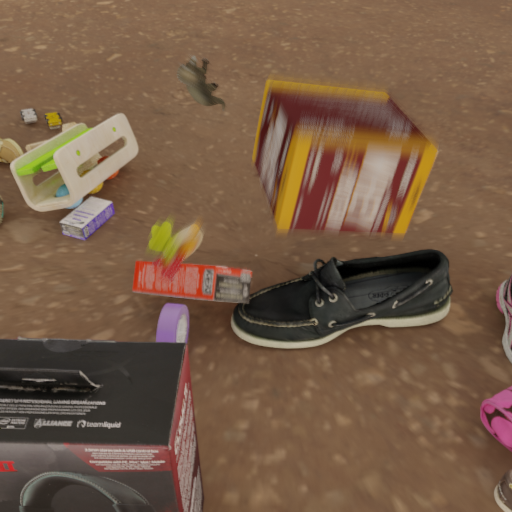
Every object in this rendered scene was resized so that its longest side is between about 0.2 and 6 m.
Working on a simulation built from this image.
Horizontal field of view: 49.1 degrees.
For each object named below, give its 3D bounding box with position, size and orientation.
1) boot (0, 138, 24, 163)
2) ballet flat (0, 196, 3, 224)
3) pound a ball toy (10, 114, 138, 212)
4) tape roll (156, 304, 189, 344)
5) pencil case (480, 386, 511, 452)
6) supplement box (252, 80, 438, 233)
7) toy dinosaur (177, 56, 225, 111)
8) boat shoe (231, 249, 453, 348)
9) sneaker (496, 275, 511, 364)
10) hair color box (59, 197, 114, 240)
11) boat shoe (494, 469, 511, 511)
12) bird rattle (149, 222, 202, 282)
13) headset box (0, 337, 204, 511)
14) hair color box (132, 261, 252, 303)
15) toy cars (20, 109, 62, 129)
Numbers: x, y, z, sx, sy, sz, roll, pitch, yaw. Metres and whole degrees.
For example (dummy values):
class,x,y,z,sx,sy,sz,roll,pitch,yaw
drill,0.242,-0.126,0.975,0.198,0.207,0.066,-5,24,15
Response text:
class,x,y,z,sx,sy,sz,roll,pitch,yaw
boot,-5.703,-2.075,11.785,1.505,0.548,1.170,24,45,28
ballet flat,-5.768,-0.590,9.912,2.459,0.834,0.926,-13,64,-17
pound a ball toy,-3.612,-1.833,11.109,1.846,1.202,2.831,-7,27,23
tape roll,-1.157,1.068,7.817,0.259,0.790,0.790,5,40,8
pencil case,3.655,1.795,6.766,1.775,0.806,0.831,-20,60,-12
supplement box,1.053,-1.338,7.461,1.813,1.220,1.838,1,37,-14
toy dinosaur,-1.047,-3.120,10.263,0.545,1.416,0.724,7,58,25
boat shoe,1.283,0.501,8.218,3.360,1.114,1.256,-4,41,-2
sneaker,3.906,0.884,7.976,0.731,0.785,1.819,-2,47,-1
hair color box,-3.103,-0.701,10.331,0.509,0.302,0.932,14,40,20
boat shoe,3.311,2.849,5.953,1.487,0.442,0.534,32,49,32
bird rattle,-0.894,-0.061,6.542,0.652,0.800,0.450,-33,60,-16
headset box,-1.658,1.924,5.137,2.157,2.898,1.119,1,39,0
hair color box,-0.954,0.379,8.204,1.628,0.499,0.827,3,-4,36
toy cars,-5.137,-3.247,13.409,1.390,0.308,0.623,13,35,20
